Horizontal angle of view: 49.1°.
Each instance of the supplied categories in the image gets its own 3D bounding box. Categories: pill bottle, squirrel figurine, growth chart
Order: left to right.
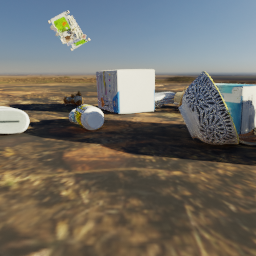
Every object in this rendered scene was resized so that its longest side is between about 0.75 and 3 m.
[{"bbox_3d":[-2.311,-3.743,10.859,1.051,1.453,0.129,-31,25,15],"label":"growth chart"},{"bbox_3d":[-2.747,-1.383,14.035,0.898,0.681,0.962,-10,-3,1],"label":"squirrel figurine"},{"bbox_3d":[-1.097,-0.304,7.995,0.655,0.655,1.198,-5,12,-23],"label":"pill bottle"}]

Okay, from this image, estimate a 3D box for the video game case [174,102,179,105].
[{"bbox_3d":[3.008,-1.298,14.583,0.866,0.109,0.952,9,15,38],"label":"video game case"}]

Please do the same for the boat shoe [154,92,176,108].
[{"bbox_3d":[1.426,-1.257,12.978,1.963,0.642,0.722,-7,23,-26],"label":"boat shoe"}]

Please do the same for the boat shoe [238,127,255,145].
[{"bbox_3d":[2.946,0.144,6.319,1.154,0.414,0.437,-2,11,-10],"label":"boat shoe"}]

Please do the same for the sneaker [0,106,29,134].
[{"bbox_3d":[-3.846,-0.166,7.156,2.481,0.906,0.878,6,-1,-20],"label":"sneaker"}]

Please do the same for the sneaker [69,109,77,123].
[{"bbox_3d":[-1.320,-0.419,9.063,0.531,0.479,1.297,2,11,34],"label":"sneaker"}]

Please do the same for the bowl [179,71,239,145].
[{"bbox_3d":[1.654,-0.285,6.215,0.828,1.764,1.764,-25,7,11],"label":"bowl"}]

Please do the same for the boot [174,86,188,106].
[{"bbox_3d":[3.359,-1.052,11.974,2.311,1.005,2.778,17,15,21],"label":"boot"}]

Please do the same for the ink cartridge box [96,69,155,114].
[{"bbox_3d":[-0.165,-1.620,11.925,1.686,1.716,2.331,-7,12,-25],"label":"ink cartridge box"}]

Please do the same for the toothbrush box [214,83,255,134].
[{"bbox_3d":[2.565,-0.542,7.553,0.754,1.294,1.767,-6,13,-28],"label":"toothbrush box"}]
